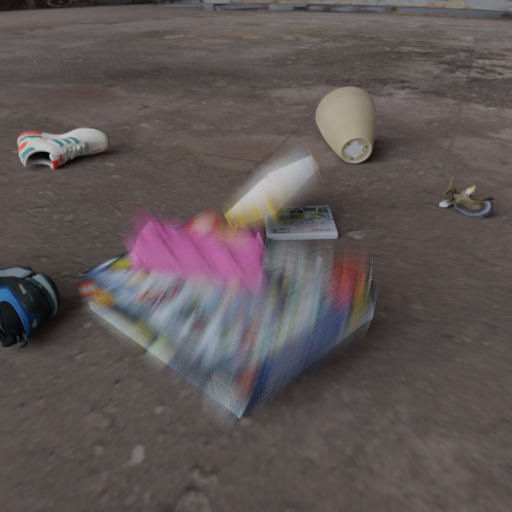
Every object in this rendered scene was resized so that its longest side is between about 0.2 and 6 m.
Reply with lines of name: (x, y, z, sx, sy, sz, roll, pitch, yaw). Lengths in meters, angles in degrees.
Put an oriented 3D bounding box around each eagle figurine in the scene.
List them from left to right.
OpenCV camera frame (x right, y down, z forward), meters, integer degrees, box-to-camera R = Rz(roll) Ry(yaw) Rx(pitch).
eagle figurine: (4.746, -1.263, 12.555, 1.061, 0.801, 0.805, 35, 81, 1)

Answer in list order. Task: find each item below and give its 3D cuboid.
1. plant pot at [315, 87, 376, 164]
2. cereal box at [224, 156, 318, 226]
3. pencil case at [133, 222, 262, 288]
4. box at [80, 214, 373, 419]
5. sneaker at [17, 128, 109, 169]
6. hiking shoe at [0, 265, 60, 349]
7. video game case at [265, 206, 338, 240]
plant pot: (2.567, -3.391, 15.302, 1.689, 1.689, 1.803, -1, 47, -2)
cereal box: (0.327, -1.311, 11.396, 1.314, 0.361, 1.826, -15, 24, 47)
pencil case: (-0.672, -0.043, 6.600, 1.485, 0.674, 0.696, 9, 70, -6)
box: (-0.557, 0.572, 8.451, 2.617, 0.762, 3.823, -29, 35, -34)
sneaker: (-5.117, -2.758, 14.984, 2.378, 0.837, 1.112, -5, 53, -18)
hiking shoe: (-4.706, 0.629, 8.749, 3.033, 1.128, 1.315, 6, 30, 10)
video game case: (0.925, -0.713, 11.963, 1.455, 0.160, 1.326, -2, 31, -1)
